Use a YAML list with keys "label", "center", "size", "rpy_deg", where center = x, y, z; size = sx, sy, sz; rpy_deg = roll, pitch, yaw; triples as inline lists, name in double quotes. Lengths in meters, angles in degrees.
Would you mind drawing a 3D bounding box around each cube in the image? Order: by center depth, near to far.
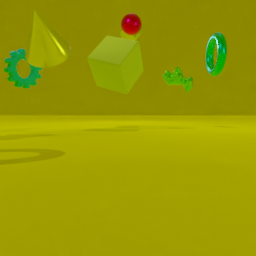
- label: "cube"
  center: [-0.353, -2.010, 8.893]
  size: [1.194, 1.194, 1.194]
  rpy_deg: [19, -31, 25]

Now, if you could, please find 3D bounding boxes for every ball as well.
- label: "ball"
  center: [0.137, -4.245, 11.469]
  size: [0.847, 0.847, 0.847]
  rpy_deg: [0, 3, 0]

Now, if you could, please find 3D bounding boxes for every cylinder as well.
- label: "cylinder"
  center: [0.168, -4.243, 12.453]
  size: [0.758, 0.758, 0.758]
  rpy_deg: [3, 47, 48]

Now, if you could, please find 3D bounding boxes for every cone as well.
- label: "cone"
  center: [-1.995, -2.208, 6.490]
  size: [1.128, 1.128, 1.133]
  rpy_deg: [0, -36, 2]

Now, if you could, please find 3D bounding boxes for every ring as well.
- label: "ring"
  center: [3.461, -2.894, 11.063]
  size: [0.339, 1.694, 1.694]
  rpy_deg: [0, 3, -3]

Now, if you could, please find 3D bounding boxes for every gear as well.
- label: "gear"
  center: [-3.050, -1.727, 8.195]
  size: [0.205, 1.109, 1.109]
  rpy_deg: [7, 6, 36]

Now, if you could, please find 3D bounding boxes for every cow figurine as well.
- label: "cow figurine"
  center: [1.735, -1.602, 9.544]
  size: [0.930, 0.915, 0.511]
  rpy_deg: [-10, 35, 42]
